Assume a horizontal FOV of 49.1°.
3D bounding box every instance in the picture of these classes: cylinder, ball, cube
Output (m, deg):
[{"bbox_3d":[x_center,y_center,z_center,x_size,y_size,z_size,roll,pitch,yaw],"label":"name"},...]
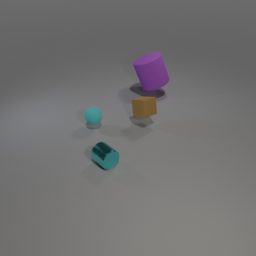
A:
[{"bbox_3d":[-0.761,0.912,9.320,0.700,0.700,0.700,-25,40,-34],"label":"cylinder"},{"bbox_3d":[-1.371,-0.495,11.128,0.700,0.700,0.700,0,32,0],"label":"ball"},{"bbox_3d":[0.653,-0.847,11.191,0.700,0.700,0.700,-19,19,-39],"label":"cube"},{"bbox_3d":[1.125,-2.716,13.463,1.400,1.400,1.400,-19,28,10],"label":"cylinder"}]
